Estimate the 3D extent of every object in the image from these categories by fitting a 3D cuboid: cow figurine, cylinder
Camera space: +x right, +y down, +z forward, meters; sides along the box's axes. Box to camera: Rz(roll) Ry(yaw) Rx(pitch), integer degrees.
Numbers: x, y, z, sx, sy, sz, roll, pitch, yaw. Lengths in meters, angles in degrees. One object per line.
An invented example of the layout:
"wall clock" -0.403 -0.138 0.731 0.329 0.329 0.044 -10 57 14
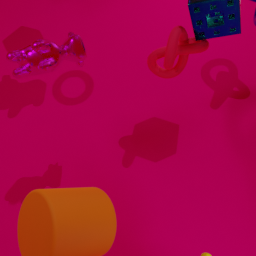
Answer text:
"cow figurine" -1.225 -1.162 4.500 1.089 0.598 1.071 -11 16 21
"cylinder" -0.850 1.353 3.915 1.003 1.003 1.003 10 51 -44

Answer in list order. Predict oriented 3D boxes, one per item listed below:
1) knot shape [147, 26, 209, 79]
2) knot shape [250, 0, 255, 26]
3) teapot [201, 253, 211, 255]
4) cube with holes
"knot shape" 1.020 -1.495 5.458 1.151 1.230 0.568 -28 79 -16
"knot shape" 3.280 -2.956 6.291 1.629 0.753 1.524 4 57 49
"teapot" 1.204 2.365 3.669 0.843 0.664 1.356 -30 55 34
"cube with holes" 1.568 -2.199 5.007 0.800 0.800 0.800 -3 57 23
